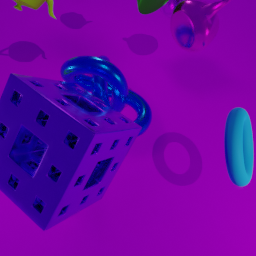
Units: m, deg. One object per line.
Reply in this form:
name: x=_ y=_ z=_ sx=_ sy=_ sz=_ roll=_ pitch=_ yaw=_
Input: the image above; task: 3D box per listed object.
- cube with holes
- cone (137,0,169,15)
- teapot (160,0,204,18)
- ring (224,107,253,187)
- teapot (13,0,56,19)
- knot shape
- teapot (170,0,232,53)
cube with holes: x=-0.913 y=0.240 z=3.911 sx=1.362 sy=1.362 sz=1.362 roll=34 pitch=106 yaw=19
cone: x=0.338 y=-3.006 z=5.573 sx=0.989 sy=0.989 sz=0.992 roll=-31 pitch=80 yaw=-18
teapot: x=1.485 y=-3.669 z=7.826 sx=1.835 sy=0.898 sz=1.141 roll=7 pitch=50 yaw=28
ring: x=2.256 y=0.375 z=5.638 sx=0.316 sy=1.582 sz=1.582 roll=-3 pitch=54 yaw=32
teapot: x=-2.536 y=-3.355 z=6.950 sx=1.149 sy=1.848 sz=0.905 roll=34 pitch=105 yaw=51
knot shape: x=-0.485 y=-0.796 z=5.632 sx=0.956 sy=1.936 sz=2.069 roll=-41 pitch=53 yaw=6
teapot: x=1.293 y=-1.927 z=5.145 sx=0.746 sy=1.523 sz=0.947 roll=-27 pitch=91 yaw=-19
